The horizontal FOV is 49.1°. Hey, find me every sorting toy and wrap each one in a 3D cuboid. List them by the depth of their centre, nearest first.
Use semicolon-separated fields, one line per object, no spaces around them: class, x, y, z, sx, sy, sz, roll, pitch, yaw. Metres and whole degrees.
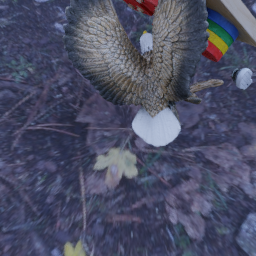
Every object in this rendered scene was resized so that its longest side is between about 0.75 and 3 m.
sorting toy;0.913;-2.427;5.528;0.928;2.667;2.650;-54;36;12

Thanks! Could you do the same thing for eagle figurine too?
eagle figurine;0.334;-1.128;4.759;1.976;2.604;1.965;-44;58;1

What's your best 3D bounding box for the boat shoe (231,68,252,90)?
boat shoe;2.300;-1.039;5.791;0.378;1.066;0.384;42;103;21
